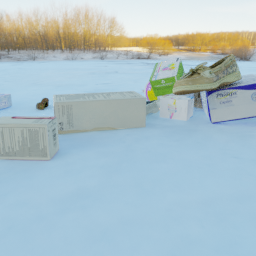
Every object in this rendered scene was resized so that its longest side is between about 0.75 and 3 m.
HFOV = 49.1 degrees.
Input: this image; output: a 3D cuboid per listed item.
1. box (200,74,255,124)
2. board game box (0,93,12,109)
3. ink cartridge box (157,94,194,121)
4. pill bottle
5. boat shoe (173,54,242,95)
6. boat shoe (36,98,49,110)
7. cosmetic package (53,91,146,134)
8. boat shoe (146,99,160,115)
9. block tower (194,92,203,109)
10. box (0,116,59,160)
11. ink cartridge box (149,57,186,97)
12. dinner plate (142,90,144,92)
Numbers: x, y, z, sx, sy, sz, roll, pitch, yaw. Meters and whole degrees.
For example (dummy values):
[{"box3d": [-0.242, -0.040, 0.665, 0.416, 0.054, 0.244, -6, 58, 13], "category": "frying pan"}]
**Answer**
[{"box3d": [3.714, -1.096, 9.910, 2.033, 1.160, 2.211, -9, 15, 11], "category": "box"}, {"box3d": [-6.576, -0.939, 10.880, 2.739, 0.597, 2.753, 6, 18, 19], "category": "board game box"}, {"box3d": [1.679, -0.763, 10.059, 1.178, 0.738, 0.757, 9, 19, 28], "category": "ink cartridge box"}, {"box3d": [1.724, -1.478, 11.854, 1.074, 1.074, 2.059, -14, 21, -38], "category": "pill bottle"}, {"box3d": [2.390, -1.623, 8.577, 2.862, 0.897, 1.049, -20, 11, -37], "category": "boat shoe"}, {"box3d": [-3.427, -0.975, 11.547, 0.340, 0.359, 0.999, 6, 27, 5], "category": "boat shoe"}, {"box3d": [-0.936, -0.553, 8.910, 2.764, 1.010, 1.431, -3, 17, -14], "category": "cosmetic package"}, {"box3d": [0.746, -0.773, 10.495, 0.468, 0.567, 1.515, 27, 39, 36], "category": "boat shoe"}, {"box3d": [2.700, -1.377, 12.236, 0.656, 0.702, 2.428, -11, 19, -33], "category": "block tower"}, {"box3d": [-2.396, 0.218, 6.554, 1.372, 0.877, 0.748, 1, 17, 4], "category": "box"}, {"box3d": [1.908, -1.960, 10.143, 1.952, 0.739, 1.443, -9, 35, 25], "category": "ink cartridge box"}, {"box3d": [1.266, -1.962, 15.153, 1.040, 0.126, 1.040, 0, 18, 0], "category": "dinner plate"}]
